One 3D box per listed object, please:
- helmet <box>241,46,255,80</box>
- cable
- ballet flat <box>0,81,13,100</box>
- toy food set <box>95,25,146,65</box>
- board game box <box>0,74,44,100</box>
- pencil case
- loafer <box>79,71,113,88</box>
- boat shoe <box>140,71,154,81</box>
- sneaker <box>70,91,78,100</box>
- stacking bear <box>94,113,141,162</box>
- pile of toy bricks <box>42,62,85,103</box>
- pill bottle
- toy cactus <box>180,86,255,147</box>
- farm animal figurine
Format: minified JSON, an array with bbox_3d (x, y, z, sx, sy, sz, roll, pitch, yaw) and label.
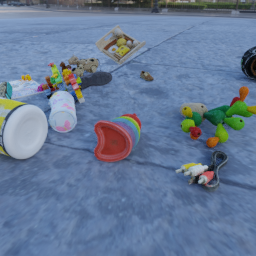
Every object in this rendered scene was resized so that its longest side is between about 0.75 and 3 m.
[{"bbox_3d":[6.460,-3.190,13.622,1.820,1.820,1.735,11,29,20],"label":"helmet"},{"bbox_3d":[2.034,0.934,6.733,1.874,0.472,0.910,-23,35,-38],"label":"cable"},{"bbox_3d":[-4.711,-1.103,10.606,0.728,0.656,1.935,-26,43,-7],"label":"ballet flat"},{"bbox_3d":[-0.287,-2.918,9.661,1.125,0.474,1.568,-41,53,-8],"label":"toy food set"},{"bbox_3d":[-5.070,-1.828,12.429,2.314,0.299,2.314,-19,32,-34],"label":"board game box"},{"bbox_3d":[-2.201,-0.593,9.384,0.874,0.801,1.927,11,23,-21],"label":"pencil case"},{"bbox_3d":[-1.653,-2.286,12.995,1.857,0.667,0.585,-16,27,-24],"label":"loafer"},{"bbox_3d":[0.907,-2.598,13.883,0.374,0.365,0.988,-17,31,-30],"label":"boat shoe"},{"bbox_3d":[-2.166,-1.292,10.885,0.342,0.406,1.037,11,8,21],"label":"sneaker"},{"bbox_3d":[-0.132,0.105,7.902,1.042,1.113,1.832,8,21,14],"label":"stacking bear"},{"bbox_3d":[-2.699,-1.903,10.999,1.528,1.360,2.754,-24,35,-6],"label":"pile of toy bricks"},{"bbox_3d":[-3.655,-0.137,7.755,2.604,1.459,1.459,13,29,24],"label":"pill bottle"},{"bbox_3d":[2.541,-0.480,8.849,2.928,1.497,2.416,-24,25,-24],"label":"toy cactus"},{"bbox_3d":[-2.385,-3.102,14.009,2.175,1.147,2.199,-15,30,-27],"label":"farm animal figurine"}]
